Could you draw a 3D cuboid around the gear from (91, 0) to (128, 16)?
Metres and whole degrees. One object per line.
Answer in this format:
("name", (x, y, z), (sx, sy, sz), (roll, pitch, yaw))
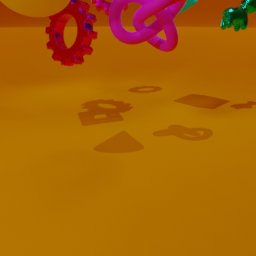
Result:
("gear", (-0.550, -4.398, 9.241), (1.366, 1.366, 0.253), (0, -11, -1))

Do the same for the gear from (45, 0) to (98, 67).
("gear", (-1.623, -2.669, 7.851), (1.802, 1.802, 0.333), (16, 15, 35))

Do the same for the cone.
("cone", (-1.503, -2.599, 4.399), (1.138, 1.143, 1.138), (-9, -21, -4))

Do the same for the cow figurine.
("cow figurine", (3.008, -3.151, 7.580), (1.012, 0.996, 0.555), (1, 9, -17))

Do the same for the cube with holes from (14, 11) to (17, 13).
("cube with holes", (-2.259, -3.350, 5.842), (1.128, 1.128, 1.128), (-30, 45, -3))

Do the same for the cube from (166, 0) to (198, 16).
("cube", (1.320, -3.908, 7.488), (1.211, 1.211, 1.211), (-55, 21, -19))

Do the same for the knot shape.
("knot shape", (0.338, -2.094, 5.389), (1.427, 1.525, 0.705), (4, 63, -8))
